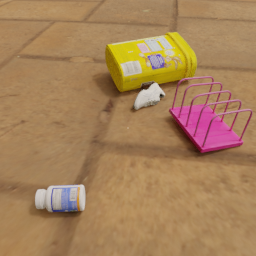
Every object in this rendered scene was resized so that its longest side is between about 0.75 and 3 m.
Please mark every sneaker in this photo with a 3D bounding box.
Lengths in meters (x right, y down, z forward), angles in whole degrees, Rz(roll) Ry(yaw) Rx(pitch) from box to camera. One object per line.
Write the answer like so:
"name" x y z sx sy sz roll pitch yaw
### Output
"sneaker" 0.720 -1.007 9.395 0.617 0.528 1.417 42 58 14

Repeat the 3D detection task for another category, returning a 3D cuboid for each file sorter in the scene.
"file sorter" 2.292 -0.493 7.940 1.366 1.233 1.966 -8 40 -19

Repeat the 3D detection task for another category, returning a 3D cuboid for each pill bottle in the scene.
"pill bottle" -1.455 1.529 6.071 0.997 0.558 0.558 -2 38 -1

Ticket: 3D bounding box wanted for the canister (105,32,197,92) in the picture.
"canister" 0.781 -2.509 10.559 2.881 1.247 2.139 -14 51 -15
